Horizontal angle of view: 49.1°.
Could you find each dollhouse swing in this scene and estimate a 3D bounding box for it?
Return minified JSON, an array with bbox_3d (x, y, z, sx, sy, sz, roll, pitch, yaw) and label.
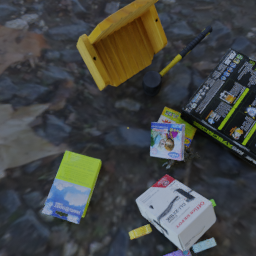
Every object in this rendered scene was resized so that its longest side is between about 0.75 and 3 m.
[{"bbox_3d":[0.160,-2.289,7.616,2.369,2.153,2.083,-36,29,-16],"label":"dollhouse swing"}]

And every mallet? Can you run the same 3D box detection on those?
[{"bbox_3d":[1.462,-2.071,8.221,2.773,0.913,0.571,-45,80,3],"label":"mallet"}]

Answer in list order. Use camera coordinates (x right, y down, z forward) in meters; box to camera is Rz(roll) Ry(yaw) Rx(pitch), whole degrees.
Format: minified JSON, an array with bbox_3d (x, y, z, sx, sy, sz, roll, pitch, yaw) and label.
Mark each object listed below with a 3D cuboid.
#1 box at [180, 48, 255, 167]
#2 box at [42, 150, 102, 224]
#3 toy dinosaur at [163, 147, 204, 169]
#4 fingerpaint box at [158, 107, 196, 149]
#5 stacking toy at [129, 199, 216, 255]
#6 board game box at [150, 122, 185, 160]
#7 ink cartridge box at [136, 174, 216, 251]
[{"bbox_3d":[3.215,-0.638,7.665,2.561,0.630,2.652,35,71,14],"label":"box"},{"bbox_3d":[-1.389,1.492,7.141,1.009,0.395,1.656,14,67,7],"label":"box"},{"bbox_3d":[1.505,0.725,7.483,1.171,0.599,0.451,-14,85,-28],"label":"toy dinosaur"},{"bbox_3d":[1.339,0.027,7.894,1.056,0.387,0.881,24,66,9],"label":"fingerpaint box"},{"bbox_3d":[1.369,2.796,6.392,2.274,0.534,1.715,-18,66,-10],"label":"stacking toy"},{"bbox_3d":[1.011,0.326,7.242,0.911,0.187,0.909,4,95,37],"label":"board game box"},{"bbox_3d":[1.075,1.872,6.422,1.069,0.620,1.481,-36,35,-20],"label":"ink cartridge box"}]
